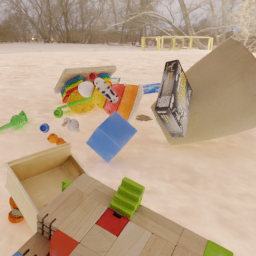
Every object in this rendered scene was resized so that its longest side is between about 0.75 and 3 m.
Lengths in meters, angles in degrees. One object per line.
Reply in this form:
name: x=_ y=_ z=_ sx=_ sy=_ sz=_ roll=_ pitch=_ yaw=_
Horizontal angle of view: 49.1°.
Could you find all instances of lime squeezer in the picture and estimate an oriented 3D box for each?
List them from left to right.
lime squeezer: x=-4.242 y=-0.238 z=10.664 sx=1.035 sy=0.553 sz=2.931 roll=-28 pitch=15 yaw=15

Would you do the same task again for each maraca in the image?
maraca: x=-2.152 y=-1.151 z=12.277 sx=1.986 sy=1.063 sz=1.362 roll=-20 pitch=6 yaw=-13

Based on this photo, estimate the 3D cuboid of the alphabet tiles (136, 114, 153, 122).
alphabet tiles: x=0.620 y=-0.410 z=11.595 sx=0.686 sy=0.031 sz=0.821 roll=-15 pitch=25 yaw=-37

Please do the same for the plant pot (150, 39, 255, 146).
plant pot: x=2.303 y=-0.747 z=8.612 sx=2.982 sy=2.793 sz=2.793 roll=-27 pitch=19 yaw=6

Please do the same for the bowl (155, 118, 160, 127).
bowl: x=1.808 y=-0.288 z=10.497 sx=1.414 sy=0.529 sz=1.416 roll=9 pitch=22 yaw=25

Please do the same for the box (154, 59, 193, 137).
box: x=1.163 y=-0.708 z=6.867 sx=0.366 sy=1.200 sz=1.515 roll=-4 pitch=54 yaw=31

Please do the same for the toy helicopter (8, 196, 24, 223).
toy helicopter: x=-1.661 y=1.524 z=5.541 sx=1.266 sy=0.499 sz=0.837 roll=14 pitch=24 yaw=2

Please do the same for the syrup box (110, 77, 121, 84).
syrup box: x=-0.828 y=-2.440 z=16.220 sx=0.772 sy=0.798 sz=1.960 roll=1 pitch=20 yaw=2

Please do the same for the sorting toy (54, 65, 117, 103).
sorting toy: x=-2.040 y=-2.029 z=13.532 sx=2.502 sy=0.871 sz=2.487 roll=-11 pitch=-10 yaw=-28

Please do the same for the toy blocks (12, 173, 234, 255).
toy blocks: x=-0.304 y=1.761 z=3.522 sx=2.742 sy=1.370 sz=1.875 roll=24 pitch=34 yaw=19

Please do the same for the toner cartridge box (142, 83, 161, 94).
toner cartridge box: x=1.333 y=-2.335 z=16.525 sx=1.787 sy=0.386 sz=0.849 roll=-11 pitch=22 yaw=-29

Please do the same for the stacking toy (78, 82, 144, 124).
stacking toy: x=-0.702 y=-1.096 z=10.106 sx=2.264 sy=1.654 sz=1.654 roll=19 pitch=19 yaw=-5

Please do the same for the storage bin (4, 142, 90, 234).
storage bin: x=-1.247 y=1.154 z=5.210 sx=1.500 sy=0.708 sz=1.511 roll=-19 pitch=55 yaw=-43

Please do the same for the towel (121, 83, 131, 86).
towel: x=-0.202 y=-2.806 z=18.313 sx=0.702 sy=0.108 sz=0.920 roll=-14 pitch=23 yaw=-35

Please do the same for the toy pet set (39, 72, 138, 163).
toy pet set: x=-1.099 y=-0.100 z=7.789 sx=2.278 sy=2.440 sz=1.296 roll=43 pitch=3 yaw=1
